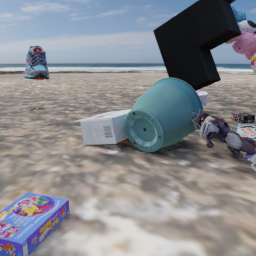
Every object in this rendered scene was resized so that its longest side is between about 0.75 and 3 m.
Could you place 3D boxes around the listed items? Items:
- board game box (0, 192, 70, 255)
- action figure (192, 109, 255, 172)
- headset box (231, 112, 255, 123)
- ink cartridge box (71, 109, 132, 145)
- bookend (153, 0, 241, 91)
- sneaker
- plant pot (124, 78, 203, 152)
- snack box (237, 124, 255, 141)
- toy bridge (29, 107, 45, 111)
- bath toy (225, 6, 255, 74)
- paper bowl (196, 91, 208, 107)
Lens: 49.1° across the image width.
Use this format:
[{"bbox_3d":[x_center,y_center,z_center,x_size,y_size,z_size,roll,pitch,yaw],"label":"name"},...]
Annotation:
[{"bbox_3d":[-1.558,1.425,4.258,0.825,0.275,1.227,5,15,17],"label":"board game box"},{"bbox_3d":[2.596,0.316,6.851,1.769,0.943,2.719,9,15,-40],"label":"action figure"},{"bbox_3d":[4.769,-0.450,11.691,0.602,0.304,0.810,-5,15,-20],"label":"headset box"},{"bbox_3d":[-0.570,-0.062,8.928,1.647,0.786,1.876,-4,10,33],"label":"ink cartridge box"},{"bbox_3d":[2.463,-2.504,8.861,2.582,2.565,1.189,-23,-8,39],"label":"bookend"},{"bbox_3d":[-3.856,-2.772,11.601,1.003,1.208,2.530,-4,29,-25],"label":"sneaker"},{"bbox_3d":[0.909,-0.256,8.127,1.931,1.931,1.815,11,32,36],"label":"plant pot"},{"bbox_3d":[3.967,0.265,8.743,1.095,0.350,1.884,6,15,21],"label":"snack box"},{"bbox_3d":[-4.584,-0.965,14.157,0.794,0.108,0.267,-10,16,-36],"label":"toy bridge"},{"bbox_3d":[3.792,-2.781,8.889,1.224,1.040,2.815,-21,52,6],"label":"bath toy"},{"bbox_3d":[2.838,-1.234,13.410,1.889,0.982,1.889,1,14,0],"label":"paper bowl"}]
